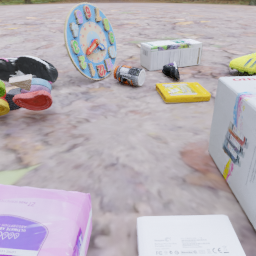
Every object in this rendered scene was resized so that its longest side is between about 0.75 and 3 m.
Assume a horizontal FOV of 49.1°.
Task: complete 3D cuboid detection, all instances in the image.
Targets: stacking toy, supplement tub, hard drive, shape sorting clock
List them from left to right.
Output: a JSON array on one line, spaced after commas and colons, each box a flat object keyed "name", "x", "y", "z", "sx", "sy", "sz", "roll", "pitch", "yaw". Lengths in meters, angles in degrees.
[{"name": "stacking toy", "x": -2.981, "y": -1.088, "z": 7.123, "sx": 1.953, "sy": 1.768, "sz": 0.825, "roll": -6, "pitch": 68, "yaw": -5}, {"name": "shape sorting clock", "x": -1.253, "y": -3.154, "z": 10.312, "sx": 0.541, "sy": 2.760, "sz": 2.760, "roll": 4, "pitch": 26, "yaw": 34}, {"name": "supplement tub", "x": 0.045, "y": -1.905, "z": 10.122, "sx": 1.057, "sy": 0.647, "sz": 0.647, "roll": 17, "pitch": 33, "yaw": 25}, {"name": "hard drive", "x": 0.869, "y": 1.950, "z": 3.401, "sx": 1.416, "sy": 0.282, "sz": 2.147, "roll": -1, "pitch": 28, "yaw": -1}]

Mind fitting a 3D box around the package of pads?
[{"name": "package of pads", "x": -1.429, "y": 1.782, "z": 2.910, "sx": 1.675, "sy": 1.052, "sz": 2.779, "roll": 2, "pitch": 29, "yaw": 4}]

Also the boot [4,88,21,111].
[{"name": "boot", "x": -3.559, "y": -0.940, "z": 8.630, "sx": 1.531, "sy": 0.534, "sz": 1.008, "roll": -7, "pitch": 24, "yaw": -36}]

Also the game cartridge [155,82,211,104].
[{"name": "game cartridge", "x": 1.809, "y": -1.208, "z": 9.293, "sx": 1.543, "sy": 0.250, "sz": 1.360, "roll": -5, "pitch": 29, "yaw": -8}]

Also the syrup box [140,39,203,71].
[{"name": "syrup box", "x": 1.882, "y": -3.220, "z": 12.197, "sx": 2.538, "sy": 1.034, "sz": 0.999, "roll": -12, "pitch": 31, "yaw": -19}]

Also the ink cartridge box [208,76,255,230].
[{"name": "ink cartridge box", "x": 2.733, "y": 0.282, "z": 4.877, "sx": 1.811, "sy": 1.803, "sz": 2.493, "roll": -2, "pitch": 28, "yaw": -3}]

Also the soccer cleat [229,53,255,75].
[{"name": "soccer cleat", "x": 5.435, "y": -2.817, "z": 11.235, "sx": 2.917, "sy": 1.220, "sz": 0.943, "roll": -5, "pitch": 29, "yaw": -9}]

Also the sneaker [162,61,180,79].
[{"name": "sneaker", "x": 1.659, "y": -2.175, "z": 10.961, "sx": 0.624, "sy": 0.539, "sz": 1.425, "roll": -12, "pitch": 24, "yaw": 9}]

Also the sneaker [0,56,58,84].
[{"name": "sneaker", "x": -3.609, "y": -2.285, "z": 10.407, "sx": 2.803, "sy": 1.126, "sz": 1.210, "roll": 17, "pitch": 31, "yaw": 26}]
